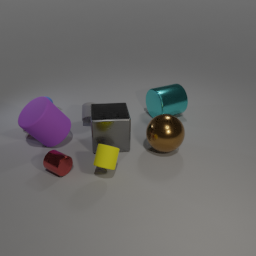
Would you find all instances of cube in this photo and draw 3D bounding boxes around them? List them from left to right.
[{"bbox_3d":[-0.679,-0.028,10.634,1.400,1.400,1.400,-3,31,-6],"label":"cube"}]

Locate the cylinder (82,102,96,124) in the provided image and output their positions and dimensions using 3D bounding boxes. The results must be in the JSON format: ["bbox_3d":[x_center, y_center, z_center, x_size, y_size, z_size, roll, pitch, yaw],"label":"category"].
[{"bbox_3d":[-1.620,-0.645,12.026,0.700,0.700,0.700,-2,66,-3],"label":"cylinder"}]

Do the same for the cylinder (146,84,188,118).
[{"bbox_3d":[1.737,-1.209,12.691,1.400,1.400,1.400,-15,33,-24],"label":"cylinder"}]

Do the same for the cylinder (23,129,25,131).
[{"bbox_3d":[-3.992,-0.280,11.617,0.700,0.700,0.700,-13,27,16],"label":"cylinder"}]

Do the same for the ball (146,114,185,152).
[{"bbox_3d":[1.355,0.181,10.172,1.400,1.400,1.400,0,30,0],"label":"ball"}]

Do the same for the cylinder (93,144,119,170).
[{"bbox_3d":[-0.685,0.918,8.906,0.700,0.700,0.700,13,-7,2],"label":"cylinder"}]

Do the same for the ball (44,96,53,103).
[{"bbox_3d":[-3.914,-1.148,13.300,0.700,0.700,0.700,0,30,0],"label":"ball"}]

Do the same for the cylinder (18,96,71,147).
[{"bbox_3d":[-3.105,-0.225,10.521,1.400,1.400,1.400,-18,48,21],"label":"cylinder"}]

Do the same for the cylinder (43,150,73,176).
[{"bbox_3d":[-2.329,1.159,9.334,0.700,0.700,0.700,19,35,29],"label":"cylinder"}]
